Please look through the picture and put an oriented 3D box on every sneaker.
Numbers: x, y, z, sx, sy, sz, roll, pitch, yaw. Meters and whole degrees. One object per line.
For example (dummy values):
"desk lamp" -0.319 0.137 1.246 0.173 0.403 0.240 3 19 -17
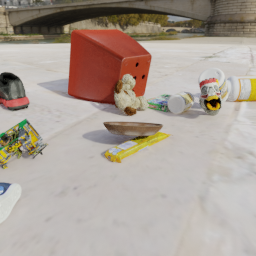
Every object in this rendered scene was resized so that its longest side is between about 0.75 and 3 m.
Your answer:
"sneaker" -4.415 -1.444 10.121 0.895 1.236 2.531 -21 27 -39
"sneaker" -2.151 1.165 4.324 0.672 0.370 0.918 -3 22 10
"sneaker" 2.450 -0.753 8.338 0.676 0.714 1.738 -12 -26 18

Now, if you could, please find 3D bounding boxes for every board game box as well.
"board game box" 1.370 -0.947 10.199 1.033 0.223 1.535 16 25 38

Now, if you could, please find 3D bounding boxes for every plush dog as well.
"plush dog" -0.102 -0.967 9.210 1.109 1.383 1.188 -30 3 15

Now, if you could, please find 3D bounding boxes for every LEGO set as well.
"LEGO set" -2.304 0.439 6.086 1.011 0.762 1.315 -38 28 -12

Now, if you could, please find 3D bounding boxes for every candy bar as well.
"candy bar" 0.292 0.367 6.623 0.513 0.228 2.056 17 27 39

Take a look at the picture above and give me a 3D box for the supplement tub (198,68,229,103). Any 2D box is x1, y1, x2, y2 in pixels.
"supplement tub" 2.806 -1.331 9.099 0.810 0.810 1.120 15 -17 35

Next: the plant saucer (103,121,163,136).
"plant saucer" 0.114 0.013 6.607 1.435 0.262 1.435 3 4 0

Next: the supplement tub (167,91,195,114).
"supplement tub" 1.796 -0.873 9.395 0.641 0.641 0.888 15 24 35

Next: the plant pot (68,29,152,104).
"plant pot" -0.562 -2.267 10.857 2.248 2.551 2.549 28 33 32

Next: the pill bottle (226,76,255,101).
"pill bottle" 4.281 -1.499 10.624 1.722 0.956 0.956 -1 20 -3
